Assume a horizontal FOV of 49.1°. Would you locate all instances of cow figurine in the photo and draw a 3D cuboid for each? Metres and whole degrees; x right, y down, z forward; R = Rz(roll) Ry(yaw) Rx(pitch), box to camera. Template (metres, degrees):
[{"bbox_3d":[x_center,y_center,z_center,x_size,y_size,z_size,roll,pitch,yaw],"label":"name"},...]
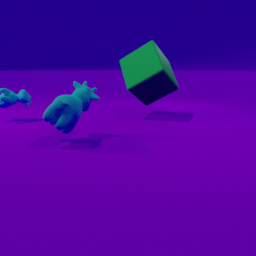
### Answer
[{"bbox_3d":[-1.299,-0.568,6.629,0.779,1.397,1.419,34,-7,1],"label":"cow figurine"},{"bbox_3d":[-3.713,-0.917,9.048,1.001,0.549,0.985,-27,-27,29],"label":"cow figurine"}]

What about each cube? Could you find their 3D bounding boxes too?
[{"bbox_3d":[0.739,-1.866,9.772,1.375,1.375,1.375,-27,-33,21],"label":"cube"}]
